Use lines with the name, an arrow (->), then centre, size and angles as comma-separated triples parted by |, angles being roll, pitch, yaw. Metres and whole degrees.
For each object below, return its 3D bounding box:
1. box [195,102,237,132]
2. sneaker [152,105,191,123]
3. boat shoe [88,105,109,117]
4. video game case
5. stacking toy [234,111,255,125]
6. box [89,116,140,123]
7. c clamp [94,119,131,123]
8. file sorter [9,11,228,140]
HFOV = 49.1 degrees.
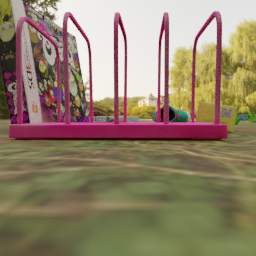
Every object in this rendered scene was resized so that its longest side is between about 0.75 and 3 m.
box -> 2.025, -0.258, 6.660 | 0.806, 0.537, 2.142 | 10, 4, 14
sneaker -> 1.765, -0.601, 13.825 | 1.381, 0.956, 2.287 | 11, -6, -44
boat shoe -> -2.187, -0.532, 13.070 | 2.543, 0.962, 0.939 | 7, 27, 10
video game case -> -1.780, -1.247, 6.377 | 0.493, 2.497, 2.755 | -10, -2, 15
stacking toy -> 3.939, -0.170, 6.978 | 2.346, 0.551, 1.768 | -1, -1, 39
box -> -0.666, -0.304, 12.072 | 1.938, 0.399, 1.511 | 0, 2, -21
c clamp -> -0.951, -0.118, 9.247 | 2.086, 0.283, 1.782 | -1, -4, 27
file sorter -> -0.105, -0.783, 4.650 | 2.913, 1.827, 2.024 | 0, 2, 3
